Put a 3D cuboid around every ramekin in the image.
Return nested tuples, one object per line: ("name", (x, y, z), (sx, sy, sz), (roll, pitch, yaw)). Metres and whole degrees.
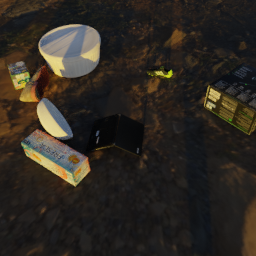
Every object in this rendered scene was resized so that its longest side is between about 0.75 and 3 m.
("ramekin", (-2.557, -3.490, 12.864), (2.785, 1.297, 2.785), (-2, 49, 2))

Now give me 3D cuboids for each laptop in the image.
("laptop", (-0.435, 0.339, 10.182), (1.768, 0.913, 1.567), (-14, 42, 22))

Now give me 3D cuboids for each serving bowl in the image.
("serving bowl", (-2.631, -0.215, 9.770), (0.544, 1.654, 1.654), (-35, 52, 1))

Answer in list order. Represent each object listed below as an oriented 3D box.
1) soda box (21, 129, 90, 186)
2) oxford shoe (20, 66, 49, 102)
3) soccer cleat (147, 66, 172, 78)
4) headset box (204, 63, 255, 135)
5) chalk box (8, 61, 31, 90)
("soda box", (-2.366, 0.938, 9.179), (2.288, 0.727, 0.783), (26, 52, 23))
("oxford shoe", (-3.940, -1.924, 11.819), (0.852, 0.803, 2.278), (-7, 38, 9))
("soccer cleat", (1.424, -2.586, 12.661), (1.159, 0.470, 0.391), (10, 48, 9))
("headset box", (4.654, -1.272, 10.919), (2.462, 1.142, 2.143), (-34, 54, -26))
("chalk box", (-4.654, -2.219, 12.140), (0.750, 0.747, 1.206), (-18, 50, -17))
